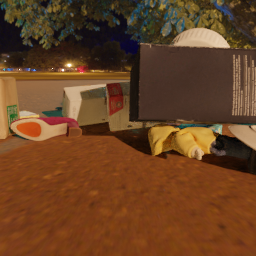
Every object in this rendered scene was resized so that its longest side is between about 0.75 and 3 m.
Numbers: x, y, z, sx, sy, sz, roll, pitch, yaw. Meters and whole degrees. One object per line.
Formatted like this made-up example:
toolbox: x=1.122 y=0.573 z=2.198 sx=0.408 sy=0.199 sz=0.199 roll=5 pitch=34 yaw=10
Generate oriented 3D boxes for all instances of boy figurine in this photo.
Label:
boy figurine: x=1.517 y=0.381 z=6.009 sx=2.453 sy=0.790 sz=1.525 roll=5 pitch=13 yaw=26

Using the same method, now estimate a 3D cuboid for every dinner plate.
dinner plate: x=3.053 y=0.381 z=5.446 sx=2.223 sy=0.269 sz=2.223 roll=18 pitch=18 yaw=-6

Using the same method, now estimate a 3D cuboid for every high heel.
high heel: x=-2.422 y=-0.061 z=8.258 sx=2.019 sy=0.681 sz=0.970 roll=10 pitch=16 yaw=-31

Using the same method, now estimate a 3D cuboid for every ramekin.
ramekin: x=2.313 y=-2.103 z=9.629 sx=2.406 sy=2.406 sz=1.173 roll=4 pitch=27 yaw=18

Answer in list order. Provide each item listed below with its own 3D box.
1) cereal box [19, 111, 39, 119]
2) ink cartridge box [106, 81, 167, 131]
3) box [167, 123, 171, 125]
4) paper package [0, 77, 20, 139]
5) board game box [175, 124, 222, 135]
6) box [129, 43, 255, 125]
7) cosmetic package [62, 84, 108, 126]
cereal box: x=-4.218 y=-0.427 z=10.934 sx=1.022 sy=0.281 sz=1.420 roll=-10 pitch=15 yaw=-38
ink cartridge box: x=0.309 y=-0.754 z=9.052 sx=1.938 sy=1.420 sz=0.802 roll=-7 pitch=41 yaw=-8
box: x=1.246 y=-0.464 z=10.826 sx=1.274 sy=0.444 sz=2.140 roll=-4 pitch=15 yaw=-19
paper package: x=-4.182 y=-0.635 z=8.337 sx=1.691 sy=1.774 sz=0.918 roll=2 pitch=12 yaw=13
board game box: x=1.974 y=0.148 z=8.078 sx=1.125 sy=0.350 sz=1.491 roll=7 pitch=14 yaw=30
box: x=1.443 y=-0.870 z=6.901 sx=2.703 sy=1.545 sz=2.968 roll=2 pitch=0 yaw=-3
cosmetic package: x=-1.039 y=-0.821 z=9.681 sx=2.292 sy=1.165 sz=0.849 roll=-12 pitch=46 yaw=-27
